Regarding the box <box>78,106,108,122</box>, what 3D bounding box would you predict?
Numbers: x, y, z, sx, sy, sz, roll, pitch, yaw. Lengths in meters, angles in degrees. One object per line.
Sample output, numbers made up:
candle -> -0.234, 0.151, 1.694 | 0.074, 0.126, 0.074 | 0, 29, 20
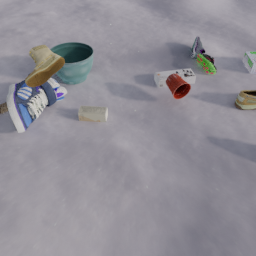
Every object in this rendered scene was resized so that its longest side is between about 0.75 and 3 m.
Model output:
box -> -1.242, -0.505, 10.032 | 0.985, 0.383, 0.468 | 5, 42, 5

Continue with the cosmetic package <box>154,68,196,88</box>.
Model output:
cosmetic package -> 1.969, -2.121, 11.801 | 1.609, 0.407, 0.664 | -9, 42, -9

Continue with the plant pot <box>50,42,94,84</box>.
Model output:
plant pot -> -2.314, -2.613, 11.726 | 1.851, 1.240, 1.851 | 0, 42, 0

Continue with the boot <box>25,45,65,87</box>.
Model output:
boot -> -2.829, -1.975, 8.766 | 1.395, 0.508, 1.084 | -44, 66, -14

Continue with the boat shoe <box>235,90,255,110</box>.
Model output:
boat shoe -> 5.161, -1.175, 10.434 | 2.188, 0.833, 0.784 | -7, 43, -8

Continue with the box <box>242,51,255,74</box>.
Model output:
box -> 5.856, -2.944, 12.620 | 0.992, 0.544, 1.125 | 2, 43, -1

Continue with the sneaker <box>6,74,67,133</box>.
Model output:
sneaker -> -3.158, -1.036, 10.073 | 1.991, 1.095, 2.719 | -16, 39, -11

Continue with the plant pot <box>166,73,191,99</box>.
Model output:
plant pot -> 1.822, -1.595, 10.449 | 0.767, 0.767, 0.746 | -18, 53, -18

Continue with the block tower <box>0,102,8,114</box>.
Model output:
block tower -> -4.741, -0.674, 10.318 | 0.935, 0.253, 0.270 | -28, 50, -28

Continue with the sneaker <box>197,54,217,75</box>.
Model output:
sneaker -> 3.644, -2.956, 12.592 | 0.648, 0.594, 1.548 | -11, 45, -6

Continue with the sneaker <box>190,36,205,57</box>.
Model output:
sneaker -> 3.494, -3.901, 13.760 | 0.657, 0.559, 1.502 | 18, 55, 5
